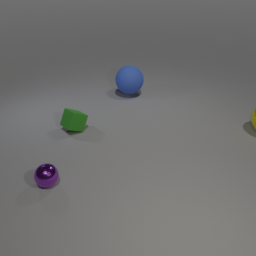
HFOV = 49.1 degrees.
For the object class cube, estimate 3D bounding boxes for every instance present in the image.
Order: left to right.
[{"bbox_3d":[-2.112,-0.309,10.946,0.700,0.700,0.700,9,12,-46],"label":"cube"}]

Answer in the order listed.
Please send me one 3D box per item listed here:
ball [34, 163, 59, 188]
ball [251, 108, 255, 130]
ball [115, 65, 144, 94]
[{"bbox_3d":[-2.372,1.377,8.143,0.700,0.700,0.700,0,29,0],"label":"ball"},{"bbox_3d":[5.386,-0.346,10.510,1.400,1.400,1.400,0,29,0],"label":"ball"},{"bbox_3d":[0.075,-2.393,13.874,1.400,1.400,1.400,0,29,0],"label":"ball"}]
